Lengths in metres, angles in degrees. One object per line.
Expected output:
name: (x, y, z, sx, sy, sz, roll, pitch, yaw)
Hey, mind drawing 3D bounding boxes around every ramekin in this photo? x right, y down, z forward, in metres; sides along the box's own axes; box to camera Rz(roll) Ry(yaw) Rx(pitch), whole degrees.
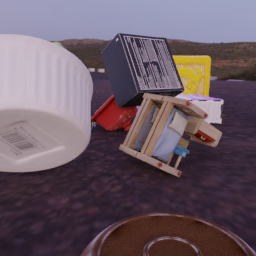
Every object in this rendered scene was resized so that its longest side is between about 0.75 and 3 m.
ramekin: (-1.817, -0.213, 4.834, 2.525, 1.231, 2.525, -8, -30, -5)

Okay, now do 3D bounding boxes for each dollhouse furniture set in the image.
dollhouse furniture set: (1.160, 0.332, 6.062, 1.954, 1.377, 1.369, 27, -4, -34)

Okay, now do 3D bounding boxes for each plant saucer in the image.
plant saucer: (0.435, 1.355, 2.764, 2.023, 0.324, 2.023, 1, 13, 0)

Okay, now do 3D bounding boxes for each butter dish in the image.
butter dish: (-0.257, -0.394, 9.288, 1.511, 1.117, 1.507, -42, -11, 25)

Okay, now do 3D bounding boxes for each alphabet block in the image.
alphabet block: (2.508, -2.366, 14.457, 2.623, 2.637, 2.686, -2, 12, -4)

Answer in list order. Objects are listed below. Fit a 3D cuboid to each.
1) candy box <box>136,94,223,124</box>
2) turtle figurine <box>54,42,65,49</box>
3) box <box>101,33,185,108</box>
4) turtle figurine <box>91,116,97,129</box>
candy box: (1.892, -0.762, 10.973, 2.692, 0.963, 2.258, -3, 12, -15)
turtle figurine: (-2.757, -1.420, 8.473, 1.761, 2.372, 2.447, 13, 22, -3)
box: (0.400, -1.602, 7.940, 1.753, 1.767, 1.089, -7, -15, -37)
turtle figurine: (-1.587, -0.299, 9.738, 0.994, 0.668, 1.328, -2, 7, -11)
